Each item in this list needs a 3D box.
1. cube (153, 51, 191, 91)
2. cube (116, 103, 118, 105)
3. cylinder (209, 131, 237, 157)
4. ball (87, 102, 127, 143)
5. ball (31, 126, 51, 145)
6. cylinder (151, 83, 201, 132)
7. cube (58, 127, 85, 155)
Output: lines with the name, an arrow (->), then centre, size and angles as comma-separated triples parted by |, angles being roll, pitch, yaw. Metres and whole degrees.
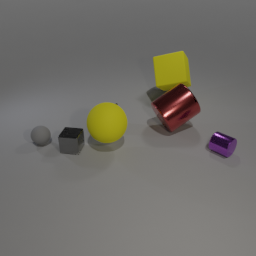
cube -> 2.071, -2.599, 13.027 | 1.400, 1.400, 1.400 | -7, -3, 20
cube -> -0.664, -0.469, 11.299 | 0.700, 0.700, 0.700 | -17, 26, 15
cylinder -> 3.288, 0.562, 9.721 | 0.700, 0.700, 0.700 | -25, 38, -37
ball -> -0.719, -0.181, 9.628 | 1.400, 1.400, 1.400 | 0, 30, 0
ball -> -3.175, 0.261, 10.193 | 0.700, 0.700, 0.700 | 0, 30, 0
cylinder -> 1.838, -0.785, 10.868 | 1.400, 1.400, 1.400 | -35, 35, -1
cube -> -1.989, 0.451, 9.915 | 0.700, 0.700, 0.700 | 5, 30, 8
